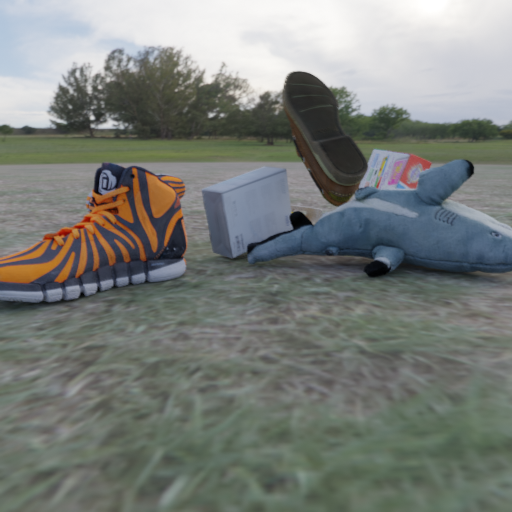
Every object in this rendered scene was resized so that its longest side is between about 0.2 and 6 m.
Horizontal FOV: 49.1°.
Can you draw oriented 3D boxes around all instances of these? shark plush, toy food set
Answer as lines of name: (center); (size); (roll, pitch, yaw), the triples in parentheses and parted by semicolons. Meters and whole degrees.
shark plush: (2.129, -0.417, 9.591); (4.503, 2.046, 1.876); (5, 43, -2)
toy food set: (0.420, -1.114, 14.483); (2.221, 0.671, 1.594); (-11, 16, -41)

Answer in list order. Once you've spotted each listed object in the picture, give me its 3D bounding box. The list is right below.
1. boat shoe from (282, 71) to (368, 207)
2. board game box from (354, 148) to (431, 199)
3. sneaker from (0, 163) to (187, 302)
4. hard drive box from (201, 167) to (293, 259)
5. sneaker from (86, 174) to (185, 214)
boat shoe: (1.128, -2.312, 10.947); (1.097, 1.036, 3.048); (-6, 57, -16)
board game box: (2.787, -1.341, 12.238); (0.492, 1.866, 2.439); (19, 12, -10)
sneaker: (-2.561, -0.446, 8.436); (1.305, 1.885, 3.365); (12, 17, 43)
hard drive box: (-0.124, -0.873, 10.810); (1.667, 1.300, 0.640); (-25, 27, -36)
sneaker: (-3.013, -1.481, 15.628); (3.058, 1.186, 1.713); (-22, 26, -35)
